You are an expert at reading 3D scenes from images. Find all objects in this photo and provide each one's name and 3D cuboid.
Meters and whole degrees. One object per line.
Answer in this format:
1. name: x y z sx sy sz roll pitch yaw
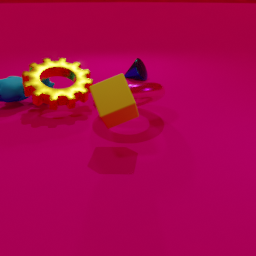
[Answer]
1. gear: -1.957 -1.284 7.862 1.895 0.350 1.895 7 46 -7
2. cube: -0.269 -0.535 5.788 0.735 0.735 0.735 -22 70 0
3. cone: 0.155 -2.129 10.898 0.898 0.894 0.894 -17 17 29
4. cow figurine: -3.081 -1.135 8.299 1.573 0.878 1.599 8 17 22
5. ring: 0.026 -0.789 7.341 1.911 0.382 1.911 -11 -2 0
